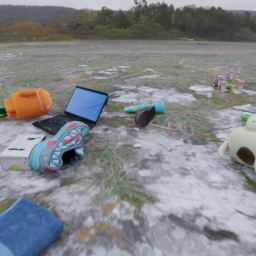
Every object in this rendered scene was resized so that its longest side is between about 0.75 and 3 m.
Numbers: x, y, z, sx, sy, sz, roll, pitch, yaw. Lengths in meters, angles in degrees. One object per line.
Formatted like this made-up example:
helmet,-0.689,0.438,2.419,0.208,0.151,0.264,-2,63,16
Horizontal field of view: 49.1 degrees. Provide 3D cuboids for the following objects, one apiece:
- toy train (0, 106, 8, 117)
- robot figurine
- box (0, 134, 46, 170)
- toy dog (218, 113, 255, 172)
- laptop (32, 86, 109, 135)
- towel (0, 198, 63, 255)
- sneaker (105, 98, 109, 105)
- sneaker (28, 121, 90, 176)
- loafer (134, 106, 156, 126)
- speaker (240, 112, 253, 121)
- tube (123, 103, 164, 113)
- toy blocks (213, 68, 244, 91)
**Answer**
toy train,-5.676,-0.781,12.589,2.348,0.490,0.662,-17,17,-35
robot figurine,-4.112,-1.027,11.841,1.992,1.433,1.162,-15,25,-20
box,-3.258,0.729,8.840,0.930,0.479,1.594,0,22,0
toy dog,3.817,0.638,7.673,2.236,1.609,2.306,-6,24,0
laptop,-2.352,-0.745,11.415,2.166,1.262,2.444,19,29,39
towel,-2.408,2.209,5.121,1.306,0.568,2.339,15,26,30
sneaker,-1.727,-1.326,13.633,1.752,0.661,0.694,-19,27,-39
sneaker,-1.794,0.696,8.640,1.218,1.011,2.549,23,35,16
loafer,0.624,-0.504,11.815,0.630,0.648,1.774,0,14,25
speaker,5.194,-0.394,11.702,0.397,0.397,0.898,-16,27,-34
tube,0.735,-0.897,12.961,1.853,0.467,0.718,-2,9,6
toy blocks,6.065,-3.011,16.900,1.420,1.279,1.519,-2,22,-4
